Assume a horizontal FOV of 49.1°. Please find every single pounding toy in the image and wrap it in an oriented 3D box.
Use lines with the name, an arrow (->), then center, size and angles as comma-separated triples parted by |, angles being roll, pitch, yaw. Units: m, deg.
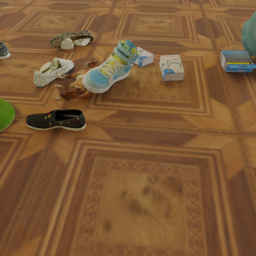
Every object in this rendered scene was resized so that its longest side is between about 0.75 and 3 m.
pounding toy -> -5.023, -0.605, 8.987 | 2.440, 1.132, 1.883 | -20, 45, -21

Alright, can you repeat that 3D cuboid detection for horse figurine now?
horse figurine -> -1.958, -1.748, 10.717 | 1.610, 0.606, 2.429 | -4, 39, 4

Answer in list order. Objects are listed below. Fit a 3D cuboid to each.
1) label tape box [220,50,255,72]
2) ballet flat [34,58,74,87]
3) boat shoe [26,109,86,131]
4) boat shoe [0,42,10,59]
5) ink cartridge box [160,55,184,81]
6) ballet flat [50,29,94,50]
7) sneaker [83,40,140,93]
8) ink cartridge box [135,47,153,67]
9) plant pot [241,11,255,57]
label tape box -> 4.647, -2.709, 11.859 | 1.152, 0.506, 1.598 | 1, 41, 2
ballet flat -> -2.976, -2.415, 11.371 | 0.766, 0.766, 2.136 | 20, 45, 22
boat shoe -> -2.365, -0.326, 9.093 | 1.963, 0.615, 0.718 | 2, 42, 4
boat shoe -> -6.531, -3.487, 12.614 | 2.215, 0.684, 0.807 | -4, 41, -5
ink cartridge box -> 1.785, -2.474, 11.482 | 0.800, 0.462, 1.095 | -5, 54, -4
ballet flat -> -2.586, -4.183, 13.437 | 2.243, 0.761, 0.844 | -27, 59, -31
sneaker -> -0.550, -2.397, 10.326 | 1.037, 1.702, 2.608 | 42, 43, 3
ink cartridge box -> 0.543, -3.170, 12.467 | 0.697, 0.406, 0.964 | -31, 50, -30
plant pot -> 6.157, -4.062, 11.986 | 2.841, 2.841, 1.904 | -29, 15, -29
